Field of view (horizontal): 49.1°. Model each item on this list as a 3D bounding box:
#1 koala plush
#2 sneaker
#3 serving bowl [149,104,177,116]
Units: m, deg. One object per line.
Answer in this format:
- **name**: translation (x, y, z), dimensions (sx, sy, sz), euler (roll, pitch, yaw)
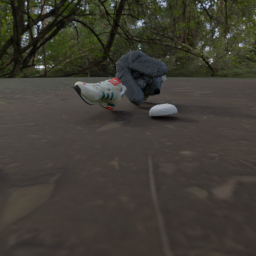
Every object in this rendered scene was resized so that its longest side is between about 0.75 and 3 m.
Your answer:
- **koala plush**: translation (0.784, -2.221, 12.874), dimensions (2.251, 2.172, 2.449), euler (46, 15, 29)
- **sneaker**: translation (-0.926, -1.449, 10.234), dimensions (0.909, 1.207, 2.581), euler (50, 15, 22)
- **serving bowl**: translation (1.193, -0.643, 9.581), dimensions (0.973, 0.320, 0.973), euler (-6, 8, 1)
